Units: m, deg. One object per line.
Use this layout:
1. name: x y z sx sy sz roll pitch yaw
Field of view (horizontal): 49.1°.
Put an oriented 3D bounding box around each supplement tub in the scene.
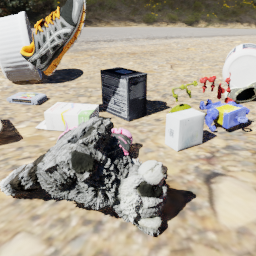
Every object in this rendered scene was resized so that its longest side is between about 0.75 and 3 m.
1. supplement tub: 4.843 -2.519 11.497 1.717 1.717 2.446 9 25 19

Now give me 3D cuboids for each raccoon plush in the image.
1. raccoon plush: -0.635 1.003 4.830 2.801 1.876 1.355 -22 23 40

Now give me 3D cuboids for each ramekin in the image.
1. ramekin: -4.865 -3.469 12.347 1.440 2.954 2.954 -12 26 -10

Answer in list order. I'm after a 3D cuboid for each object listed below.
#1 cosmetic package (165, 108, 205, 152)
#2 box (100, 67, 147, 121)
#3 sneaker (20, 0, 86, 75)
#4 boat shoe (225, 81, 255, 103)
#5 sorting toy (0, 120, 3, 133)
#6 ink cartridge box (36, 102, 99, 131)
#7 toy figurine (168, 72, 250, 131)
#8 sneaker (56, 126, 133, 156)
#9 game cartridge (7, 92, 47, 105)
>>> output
1. cosmetic package: 1.387 0.032 6.826 0.818 0.816 0.503 -15 27 -29
2. box: -0.138 -1.100 8.730 0.842 1.355 1.367 -19 30 -36
3. sneaker: -1.880 -2.425 7.113 0.975 2.524 0.988 24 36 -30
4. boat shoe: 4.382 -1.259 10.047 1.791 0.640 0.535 -13 26 -14
5. sorting toy: -4.337 0.077 7.136 2.041 0.372 1.890 -13 20 -26
6. ink cartridge box: -1.724 -0.330 7.984 1.625 0.547 0.952 4 24 10
7. toy figurine: 2.536 -0.559 7.700 2.546 1.343 1.525 -16 33 -30
8. sneaker: -0.751 0.421 6.294 1.758 0.695 0.839 -2 35 -2
9. game cartridge: -3.608 -1.079 10.119 1.223 0.250 0.814 6 20 13
